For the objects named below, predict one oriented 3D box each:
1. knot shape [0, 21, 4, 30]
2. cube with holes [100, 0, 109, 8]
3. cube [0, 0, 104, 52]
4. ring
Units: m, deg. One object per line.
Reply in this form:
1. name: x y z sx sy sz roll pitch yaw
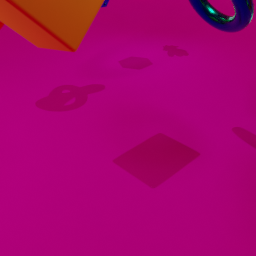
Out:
1. knot shape: -3.348 -3.013 6.392 2.065 1.932 0.954 -2 1 -24
2. cube with holes: -1.027 -4.303 8.706 0.756 0.756 0.756 -25 76 -35
3. cube: -1.160 -1.891 3.799 1.186 1.186 1.186 22 82 46
4. ring: 1.404 -2.066 4.440 0.265 1.327 1.327 -45 47 -1
